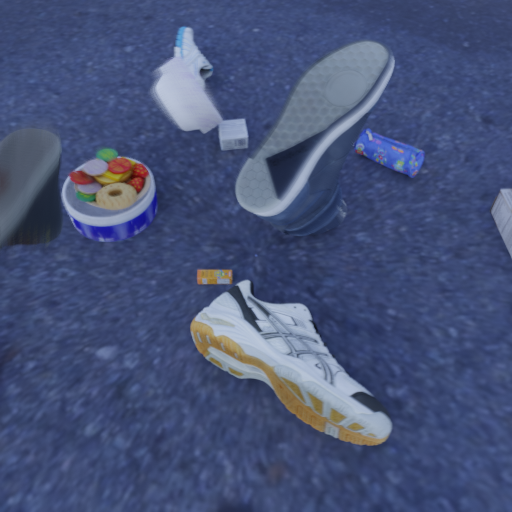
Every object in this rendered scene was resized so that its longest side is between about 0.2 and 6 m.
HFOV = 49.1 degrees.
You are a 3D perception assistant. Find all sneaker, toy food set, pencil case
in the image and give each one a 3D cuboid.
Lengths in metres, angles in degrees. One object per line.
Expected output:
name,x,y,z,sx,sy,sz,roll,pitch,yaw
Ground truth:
sneaker,1.283,-1.871,9.941,1.313,2.495,3.453,41,94,28
toy food set,-2.685,-1.395,10.366,1.417,0.348,1.431,21,51,14
sneaker,-3.574,-0.376,8.006,1.112,1.580,2.974,15,46,8
pencil case,2.773,-2.188,11.737,1.462,0.635,0.571,30,69,22
sneaker,0.659,1.428,8.420,3.362,1.272,1.474,30,57,21
sneaker,-1.562,-4.762,13.827,0.970,0.839,2.238,3,59,-6

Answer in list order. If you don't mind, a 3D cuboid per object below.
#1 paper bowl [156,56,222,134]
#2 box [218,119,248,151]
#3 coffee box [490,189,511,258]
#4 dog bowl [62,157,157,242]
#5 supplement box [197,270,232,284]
paper bowl,-1.458,-3.237,11.575,0.824,1.584,1.584,-33,55,4
box,-0.508,-2.670,12.330,0.591,0.337,0.643,-6,52,-4
coffee box,5.121,-0.491,10.368,0.914,0.637,1.598,-3,51,-2
dog bowl,-2.802,-1.115,10.851,1.720,0.677,1.720,0,51,0
supplement box,-0.733,0.373,9.954,0.616,0.212,0.205,1,53,-3
